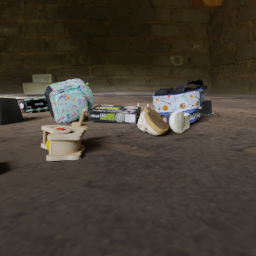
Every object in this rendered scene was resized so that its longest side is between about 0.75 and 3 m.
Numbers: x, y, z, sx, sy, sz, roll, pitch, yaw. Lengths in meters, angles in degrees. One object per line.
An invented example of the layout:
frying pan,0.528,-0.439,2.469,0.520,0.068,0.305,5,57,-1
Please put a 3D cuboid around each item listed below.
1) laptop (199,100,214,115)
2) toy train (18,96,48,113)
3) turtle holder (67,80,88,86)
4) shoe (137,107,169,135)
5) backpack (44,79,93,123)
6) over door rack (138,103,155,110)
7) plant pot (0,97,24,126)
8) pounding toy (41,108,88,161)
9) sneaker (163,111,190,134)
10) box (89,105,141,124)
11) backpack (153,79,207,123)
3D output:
laptop,4.189,-1.231,16.212,1.443,0.893,1.541,5,10,24
toy train,-5.905,-1.421,17.580,1.300,0.972,2.282,-9,5,35
turtle holder,-3.310,-1.996,16.518,1.437,1.537,2.023,15,-21,-25
shoe,0.870,-0.138,10.437,0.986,0.753,2.820,32,12,-6
backpack,-2.575,-1.270,12.807,1.991,1.767,1.499,-23,40,-26
over door rack,1.233,-1.108,16.655,1.209,0.403,0.894,20,-6,-42
plant pot,-5.716,-0.801,12.743,1.314,1.166,1.311,4,9,29
pounding toy,-1.728,0.048,7.365,1.192,1.196,2.084,4,9,-4
sneaker,1.666,-0.240,10.502,0.947,0.840,2.240,6,1,23
box,-0.575,-0.695,13.343,2.203,0.488,1.765,4,15,9
backpack,2.164,-1.083,12.441,2.397,1.847,2.283,-8,1,29
